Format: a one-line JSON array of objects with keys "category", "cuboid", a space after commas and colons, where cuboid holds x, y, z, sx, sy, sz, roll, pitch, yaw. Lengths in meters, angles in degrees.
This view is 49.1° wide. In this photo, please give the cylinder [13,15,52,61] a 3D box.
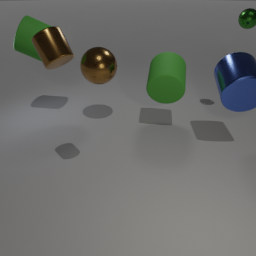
[{"category": "cylinder", "cuboid": [-3.474, -3.393, 10.852, 1.400, 1.400, 1.400, 22, 25, -13]}]

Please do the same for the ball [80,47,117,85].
[{"category": "ball", "cuboid": [-1.106, -2.351, 10.606, 1.400, 1.400, 1.400, 0, 28, 0]}]

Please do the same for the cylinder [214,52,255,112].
[{"category": "cylinder", "cuboid": [3.586, -1.478, 9.000, 1.400, 1.400, 1.400, 1, 46, 3]}]

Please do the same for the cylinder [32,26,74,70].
[{"category": "cylinder", "cuboid": [-1.675, -1.777, 6.264, 0.700, 0.700, 0.700, -27, 3, 1]}]

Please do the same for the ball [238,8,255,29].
[{"category": "ball", "cuboid": [4.344, -3.934, 10.086, 0.700, 0.700, 0.700, 0, 28, 0]}]

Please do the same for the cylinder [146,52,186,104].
[{"category": "cylinder", "cuboid": [1.454, -1.874, 10.493, 1.400, 1.400, 1.400, 5, 49, 8]}]
